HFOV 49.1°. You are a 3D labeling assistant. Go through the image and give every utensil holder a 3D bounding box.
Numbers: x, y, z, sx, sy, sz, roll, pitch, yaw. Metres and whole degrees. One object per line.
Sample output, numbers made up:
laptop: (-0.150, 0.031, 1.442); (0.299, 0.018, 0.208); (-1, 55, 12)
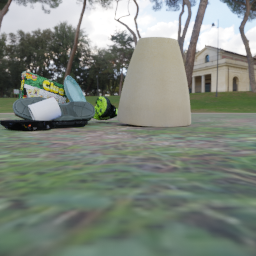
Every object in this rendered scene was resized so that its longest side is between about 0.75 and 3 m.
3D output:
utensil holder: (-2.679, -0.539, 9.034); (0.839, 0.713, 0.713); (-25, 14, -23)

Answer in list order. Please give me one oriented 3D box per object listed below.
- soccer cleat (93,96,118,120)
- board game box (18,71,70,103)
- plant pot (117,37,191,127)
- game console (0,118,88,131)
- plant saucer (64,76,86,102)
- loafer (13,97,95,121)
soccer cleat: (-0.900, -0.801, 12.097); (1.069, 0.890, 2.637); (3, -6, -13)
board game box: (-3.056, -1.167, 11.200); (0.315, 1.407, 2.685); (-8, -14, 36)
plant pot: (1.022, -1.702, 10.170); (2.755, 2.941, 2.755); (3, 10, -1)
game console: (-2.444, -0.136, 8.614); (1.481, 0.303, 2.511); (4, 5, 43)
plant saucer: (-2.158, -1.322, 11.443); (0.230, 1.678, 1.678); (-23, 0, 9)
loafer: (-2.676, -0.452, 10.256); (2.897, 1.041, 0.911); (2, -30, -25)
